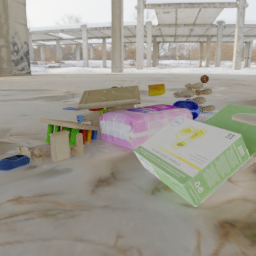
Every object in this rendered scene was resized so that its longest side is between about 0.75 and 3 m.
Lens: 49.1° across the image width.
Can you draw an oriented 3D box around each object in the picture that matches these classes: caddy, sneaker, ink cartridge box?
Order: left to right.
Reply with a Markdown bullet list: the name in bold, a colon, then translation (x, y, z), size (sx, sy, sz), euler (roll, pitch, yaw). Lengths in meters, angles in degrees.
- **sneaker**: translation (-2.883, 0.847, 6.925), size (0.859, 0.301, 0.335), euler (-6, 10, -44)
- **sneaker**: translation (-0.479, -1.304, 12.692), size (1.031, 1.223, 2.795), euler (-25, 13, -13)
- **caddy**: translation (2.463, -0.757, 12.031), size (1.237, 0.875, 0.650), euler (2, 10, 12)
- **ink cartridge box**: translation (1.811, 0.169, 6.153), size (2.914, 0.699, 2.120), euler (-37, 24, -12)

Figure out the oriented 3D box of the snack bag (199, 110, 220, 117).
- **snack bag**: translation (3.742, -0.764, 13.501), size (1.241, 0.141, 1.316), euler (10, 18, 35)

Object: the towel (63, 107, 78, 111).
- **towel**: translation (-2.871, -1.041, 14.676), size (0.918, 0.110, 0.665), euler (5, 14, 21)

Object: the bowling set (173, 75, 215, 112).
- **bowling set**: translation (3.200, -1.670, 12.928), size (2.056, 1.431, 1.104), euler (30, -17, -33)

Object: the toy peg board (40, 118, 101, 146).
- **toy peg board**: translation (-1.797, 0.185, 9.013), size (1.516, 0.741, 1.509), euler (9, 1, 28)

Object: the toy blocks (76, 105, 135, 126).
- **toy blocks**: translation (-0.816, -0.419, 10.481), size (1.569, 1.147, 2.295), euler (-9, 5, 34)

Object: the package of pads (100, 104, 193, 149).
- **package of pads**: translation (0.637, -0.124, 9.155), size (2.755, 1.042, 1.660), euler (-11, 18, -38)

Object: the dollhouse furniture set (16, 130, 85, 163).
- **dollhouse furniture set**: translation (-2.203, 0.350, 7.875), size (1.323, 0.758, 1.552), euler (-13, 19, -43)

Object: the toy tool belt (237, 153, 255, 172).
- **toy tool belt**: translation (2.885, 0.398, 7.109), size (1.047, 1.030, 1.676), euler (12, 18, 38)

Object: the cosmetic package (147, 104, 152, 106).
- **cosmetic package**: translation (0.976, -0.653, 12.320), size (0.820, 0.503, 1.988), euler (7, 16, 26)

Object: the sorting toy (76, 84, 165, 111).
- **sorting toy**: translation (-0.151, -1.029, 9.486), size (2.937, 0.393, 2.188), euler (-5, 20, 2)
